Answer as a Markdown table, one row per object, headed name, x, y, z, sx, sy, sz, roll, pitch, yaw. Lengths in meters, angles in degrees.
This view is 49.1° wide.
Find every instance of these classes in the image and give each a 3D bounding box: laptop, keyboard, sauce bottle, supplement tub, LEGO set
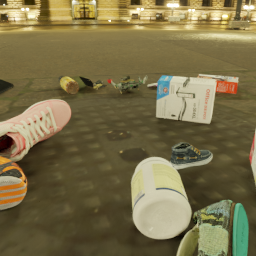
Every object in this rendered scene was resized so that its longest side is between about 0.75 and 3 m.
| name | x | y | z | sx | sy | sz | roll | pitch | yaw |
| --- | --- | --- | --- | --- | --- | --- | --- | --- | --- |
| laptop | -1.632 | -2.182 | 13.082 | 0.980 | 0.506 | 0.869 | -21 | 32 | -39 |
| keyboard | -6.305 | -1.708 | 11.979 | 1.732 | 0.281 | 2.725 | 21 | 24 | -1 |
| sauce bottle | -2.733 | -1.987 | 12.582 | 0.602 | 0.602 | 1.825 | -12 | 24 | -26 |
| supplement tub | 0.531 | 1.167 | 4.940 | 0.932 | 0.932 | 1.286 | 0 | 24 | -1 |
| LEGO set | -0.317 | -1.862 | 12.434 | 2.438 | 0.691 | 1.583 | 2 | 20 | 33 |

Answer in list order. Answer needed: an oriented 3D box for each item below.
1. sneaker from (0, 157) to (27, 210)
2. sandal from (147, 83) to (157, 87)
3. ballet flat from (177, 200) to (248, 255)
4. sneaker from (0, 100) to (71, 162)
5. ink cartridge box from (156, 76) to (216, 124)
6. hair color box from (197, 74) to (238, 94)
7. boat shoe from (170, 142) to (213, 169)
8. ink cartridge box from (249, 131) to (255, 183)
| name | x | y | z | sx | sy | sz | roll | pitch | yaw |
| --- | --- | --- | --- | --- | --- | --- | --- | --- | --- |
| sneaker | -3.156 | 1.115 | 5.398 | 2.233 | 0.866 | 1.251 | 1 | 18 | -25 |
| sandal | 1.385 | -1.968 | 12.974 | 0.962 | 0.236 | 0.391 | -5 | 6 | 20 |
| ballet flat | 0.977 | 1.971 | 3.421 | 1.041 | 1.041 | 2.803 | 9 | 23 | 20 |
| sneaker | -2.489 | 0.107 | 7.120 | 2.734 | 1.029 | 1.429 | -25 | 25 | -29 |
| ink cartridge box | 1.915 | -0.962 | 9.298 | 1.807 | 1.319 | 0.762 | 7 | 25 | 17 |
| hair color box | 4.006 | -2.003 | 12.617 | 1.752 | 0.560 | 0.972 | 8 | 25 | 20 |
| boat shoe | 1.560 | 0.600 | 6.722 | 1.192 | 0.541 | 0.422 | -11 | 26 | -23 |
| ink cartridge box | 3.397 | 0.568 | 5.619 | 1.416 | 1.423 | 1.958 | 9 | 25 | 14 |
